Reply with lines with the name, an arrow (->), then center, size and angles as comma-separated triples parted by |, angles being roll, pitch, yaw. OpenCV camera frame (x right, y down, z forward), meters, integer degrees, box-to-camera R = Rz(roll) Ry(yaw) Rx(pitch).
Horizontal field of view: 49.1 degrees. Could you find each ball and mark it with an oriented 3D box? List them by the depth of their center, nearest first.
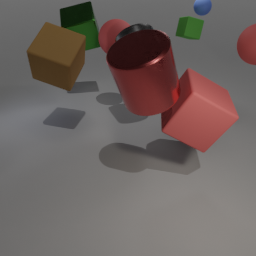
ball -> 4.515, -2.895, 9.701 | 1.400, 1.400, 1.400 | 0, 30, 0
ball -> -0.446, -3.486, 10.871 | 1.400, 1.400, 1.400 | 0, 30, 0
ball -> 2.964, -4.835, 11.123 | 0.700, 0.700, 0.700 | 0, 30, 0

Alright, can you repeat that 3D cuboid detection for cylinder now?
cylinder -> 0.385, -1.229, 6.311 | 1.400, 1.400, 1.400 | -11, 47, 12
cylinder -> 0.408, -2.610, 9.683 | 1.400, 1.400, 1.400 | -17, -11, -3

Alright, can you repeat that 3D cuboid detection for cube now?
cube -> 1.844, -0.478, 7.586 | 1.400, 1.400, 1.400 | 26, 35, -14
cube -> -2.316, -2.340, 9.315 | 1.400, 1.400, 1.400 | 20, 62, 0
cube -> 2.331, -3.777, 10.616 | 0.700, 0.700, 0.700 | 6, 15, -22
cube -> -2.026, -4.320, 12.100 | 1.400, 1.400, 1.400 | -14, 56, 1
